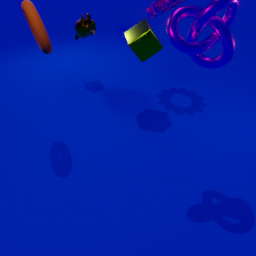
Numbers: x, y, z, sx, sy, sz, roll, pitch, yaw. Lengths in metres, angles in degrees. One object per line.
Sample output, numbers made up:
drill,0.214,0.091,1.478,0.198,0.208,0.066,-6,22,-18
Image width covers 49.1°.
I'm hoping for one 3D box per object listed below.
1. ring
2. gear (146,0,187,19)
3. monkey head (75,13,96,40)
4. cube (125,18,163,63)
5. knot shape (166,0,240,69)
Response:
ring,-2.330,-2.562,7.189,0.275,1.374,1.374,-26,42,-12
gear,1.486,-4.394,9.730,1.756,0.325,1.756,-27,10,5
monkey head,-1.711,-4.001,10.869,0.793,1.315,0.946,-9,70,-26
cube,0.495,-2.747,8.816,0.820,0.820,0.820,-32,43,18
knot shape,1.662,-2.033,5.664,1.536,1.437,0.710,32,24,-22
